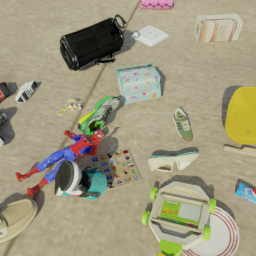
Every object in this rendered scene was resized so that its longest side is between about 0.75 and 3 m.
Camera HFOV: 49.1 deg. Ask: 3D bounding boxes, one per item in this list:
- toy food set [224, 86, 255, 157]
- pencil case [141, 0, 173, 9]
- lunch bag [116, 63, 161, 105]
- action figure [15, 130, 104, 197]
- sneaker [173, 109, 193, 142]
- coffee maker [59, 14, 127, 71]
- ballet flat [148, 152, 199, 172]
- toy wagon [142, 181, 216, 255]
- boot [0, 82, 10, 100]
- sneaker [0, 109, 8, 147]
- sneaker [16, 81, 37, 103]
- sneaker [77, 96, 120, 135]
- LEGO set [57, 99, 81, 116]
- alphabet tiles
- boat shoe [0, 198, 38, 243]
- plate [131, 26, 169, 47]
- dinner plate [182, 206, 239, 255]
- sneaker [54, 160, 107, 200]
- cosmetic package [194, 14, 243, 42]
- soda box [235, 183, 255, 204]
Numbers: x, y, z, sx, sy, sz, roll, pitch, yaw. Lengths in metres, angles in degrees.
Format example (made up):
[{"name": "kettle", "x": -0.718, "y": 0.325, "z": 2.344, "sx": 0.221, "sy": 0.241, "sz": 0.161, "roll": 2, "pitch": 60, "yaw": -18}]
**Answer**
[{"name": "toy food set", "x": 3.702, "y": -0.304, "z": 8.676, "sx": 1.392, "sy": 2.366, "sz": 0.773, "roll": 5, "pitch": 32, "yaw": 9}, {"name": "pencil case", "x": 1.591, "y": -7.034, "z": 15.518, "sx": 1.775, "sy": 0.805, "sz": 0.831, "roll": 5, "pitch": 47, "yaw": 1}, {"name": "lunch bag", "x": 0.350, "y": -1.833, "z": 10.696, "sx": 1.512, "sy": 1.082, "sz": 1.775, "roll": -10, "pitch": 39, "yaw": -3}, {"name": "action figure", "x": -1.798, "y": 0.691, "z": 8.201, "sx": 2.871, "sy": 1.421, "sz": 0.937, "roll": -34, "pitch": 72, "yaw": -31}, {"name": "sneaker", "x": 1.870, "y": -0.149, "z": 9.528, "sx": 0.412, "sy": 0.552, "sz": 1.229, "roll": -12, "pitch": 50, "yaw": -11}, {"name": "coffee maker", "x": -1.505, "y": -3.536, "z": 11.426, "sx": 2.338, "sy": 2.246, "sz": 1.575, "roll": -31, "pitch": 72, "yaw": -22}, {"name": "ballet flat", "x": 1.410, "y": 1.069, "z": 8.551, "sx": 1.604, "sy": 0.557, "sz": 0.557, "roll": -5, "pitch": 49, "yaw": -3}, {"name": "toy wagon", "x": 1.246, "y": 2.393, "z": 7.190, "sx": 1.731, "sy": 0.441, "sz": 2.231, "roll": 7, "pitch": 47, "yaw": 23}, {"name": "boot", "x": -5.488, "y": -1.535, "z": 10.712, "sx": 1.893, "sy": 0.685, "sz": 1.366, "roll": 32, "pitch": 55, "yaw": 16}, {"name": "sneaker", "x": -4.438, "y": -0.104, "z": 9.417, "sx": 1.705, "sy": 0.643, "sz": 0.970, "roll": 33, "pitch": 58, "yaw": 29}, {"name": "sneaker", "x": -3.975, "y": -1.375, "z": 10.758, "sx": 0.479, "sy": 0.444, "sz": 1.181, "roll": 5, "pitch": 44, "yaw": 20}, {"name": "sneaker", "x": -0.851, "y": -0.372, "z": 9.231, "sx": 1.655, "sy": 0.646, "sz": 0.705, "roll": -46, "pitch": 47, "yaw": -8}, {"name": "LEGO set", "x": -2.196, "y": -0.799, "z": 10.246, "sx": 0.924, "sy": 0.344, "sz": 0.425, "roll": -18, "pitch": 51, "yaw": -15}, {"name": "alphabet tiles", "x": -0.531, "y": 1.288, "z": 8.590, "sx": 1.553, "sy": 0.059, "sz": 1.298, "roll": -14, "pitch": 50, "yaw": -12}, {"name": "boat shoe", "x": -3.448, "y": 2.462, "z": 7.067, "sx": 2.339, "sy": 0.760, "sz": 0.844, "roll": -27, "pitch": 54, "yaw": -22}, {"name": "plate", "x": 1.077, "y": -4.566, "z": 13.677, "sx": 1.389, "sy": 0.224, "sz": 1.386, "roll": 36, "pitch": 57, "yaw": 28}, {"name": "dinner plate", "x": 1.974, "y": 2.675, "z": 7.117, "sx": 1.595, "sy": 0.193, "sz": 1.595, "roll": -9, "pitch": 42, "yaw": 8}, {"name": "sneaker", "x": -1.143, "y": 1.394, "z": 7.324, "sx": 1.302, "sy": 2.157, "sz": 0.902, "roll": 5, "pitch": 70, "yaw": -21}, {"name": "cosmetic package", "x": 4.253, "y": -4.739, "z": 13.314, "sx": 1.963, "sy": 1.015, "sz": 0.857, "roll": -5, "pitch": 50, "yaw": -3}, {"name": "soda box", "x": 3.491, "y": 1.910, "z": 7.883, "sx": 0.841, "sy": 0.285, "sz": 0.270, "roll": 26, "pitch": 63, "yaw": 19}]
